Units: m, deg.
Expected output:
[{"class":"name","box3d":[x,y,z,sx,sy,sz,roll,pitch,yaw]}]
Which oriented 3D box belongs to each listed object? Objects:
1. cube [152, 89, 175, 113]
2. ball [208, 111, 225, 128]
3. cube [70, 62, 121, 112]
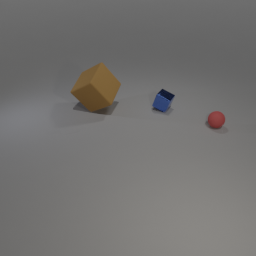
[{"class":"cube","box3d":[1.653,-1.273,13.018,0.700,0.700,0.700,30,40,11]},{"class":"ball","box3d":[3.666,-0.351,11.611,0.700,0.700,0.700,0,30,0]},{"class":"cube","box3d":[-1.423,-1.796,12.567,1.400,1.400,1.400,-15,41,39]}]
